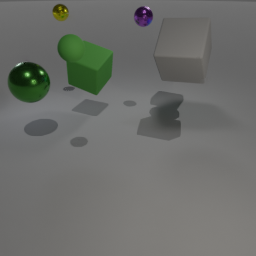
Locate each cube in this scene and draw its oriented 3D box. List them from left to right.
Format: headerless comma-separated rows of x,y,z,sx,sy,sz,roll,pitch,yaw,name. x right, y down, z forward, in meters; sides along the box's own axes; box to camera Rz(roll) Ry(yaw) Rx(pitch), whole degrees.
-1.562,-2.485,11.588,1.400,1.400,1.400,23,53,11,cube
1.718,-2.340,8.546,1.400,1.400,1.400,8,71,21,cube

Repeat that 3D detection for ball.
-3.409,-1.568,9.683,1.400,1.400,1.400,0,28,0,ball
-2.902,-4.973,12.074,0.700,0.700,0.700,0,28,0,ball
-1.445,-2.031,7.151,0.700,0.700,0.700,0,28,0,ball
0.559,-4.024,10.126,0.700,0.700,0.700,0,28,0,ball
